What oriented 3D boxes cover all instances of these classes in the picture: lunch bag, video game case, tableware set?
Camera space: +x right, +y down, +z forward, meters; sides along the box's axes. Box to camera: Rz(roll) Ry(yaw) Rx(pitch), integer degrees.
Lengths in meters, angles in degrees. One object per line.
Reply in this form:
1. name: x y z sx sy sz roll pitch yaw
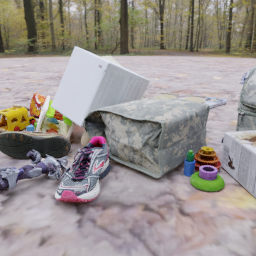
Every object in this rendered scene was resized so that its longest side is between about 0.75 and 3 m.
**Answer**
1. lunch bag: 5.284 -0.778 9.487 2.046 2.463 2.937 -6 18 -27
2. video game case: 3.972 -1.443 15.167 1.847 0.233 2.027 -16 24 -40
3. lunch bag: 0.484 0.016 8.356 2.977 1.750 2.442 16 24 39
4. tableware set: 2.591 -1.283 14.238 2.588 0.519 1.711 8 23 23

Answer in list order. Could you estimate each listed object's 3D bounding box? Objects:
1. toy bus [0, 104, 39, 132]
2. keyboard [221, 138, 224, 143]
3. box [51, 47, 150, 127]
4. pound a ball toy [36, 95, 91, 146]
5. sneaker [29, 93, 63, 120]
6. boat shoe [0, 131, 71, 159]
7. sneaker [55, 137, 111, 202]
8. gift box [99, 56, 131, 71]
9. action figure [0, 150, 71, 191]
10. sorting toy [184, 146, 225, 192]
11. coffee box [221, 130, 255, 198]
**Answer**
1. toy bus: -4.353 -0.442 11.029 1.723 0.944 1.826 -7 20 -20
2. keyboard: 4.167 0.531 8.923 1.204 0.458 2.313 -15 23 -39
3. box: -0.844 -1.226 9.776 1.513 2.166 2.845 31 12 28
4. pound a ball toy: -2.295 -0.086 10.124 1.829 1.191 2.805 21 12 -19
5. sneaker: -3.680 -0.854 12.650 1.107 1.047 2.869 12 11 -41
6. boat shoe: -2.853 0.488 8.647 2.198 0.832 0.812 7 12 -6
7. sneaker: -1.078 0.981 6.826 0.983 0.910 2.438 3 19 8
8. gift box: -1.070 -1.918 12.496 2.210 2.395 2.237 -22 60 -41
9. action figure: -2.324 1.040 7.019 1.359 0.724 2.088 10 17 44
10. sorting toy: 1.977 0.940 7.293 1.002 0.684 1.667 4 19 10
11. coffee box: 3.550 0.970 6.566 1.537 1.085 2.719 -3 19 -9
